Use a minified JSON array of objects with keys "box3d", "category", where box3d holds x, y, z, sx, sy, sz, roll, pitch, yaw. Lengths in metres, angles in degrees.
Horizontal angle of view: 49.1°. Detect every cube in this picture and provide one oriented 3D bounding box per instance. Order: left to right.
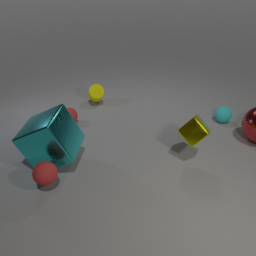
[{"box3d":[-2.445,0.329,8.878,1.400,1.400,1.400,-20,28,21],"category":"cube"},{"box3d":[2.121,0.081,8.920,0.700,0.700,0.700,51,23,6],"category":"cube"}]

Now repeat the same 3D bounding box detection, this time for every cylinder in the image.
[{"box3d":[-1.513,-1.648,13.233,0.700,0.700,0.700,-7,-5,-12],"category":"cylinder"}]

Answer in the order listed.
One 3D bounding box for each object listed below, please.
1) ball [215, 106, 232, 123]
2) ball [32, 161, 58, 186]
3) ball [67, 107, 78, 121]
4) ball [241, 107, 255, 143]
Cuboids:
[{"box3d":[4.026,-0.573,11.794,0.700,0.700,0.700,0,29,0],"category":"ball"},{"box3d":[-2.360,1.291,7.968,0.700,0.700,0.700,0,29,0],"category":"ball"},{"box3d":[-2.443,-0.502,11.643,0.700,0.700,0.700,0,29,0],"category":"ball"},{"box3d":[4.897,-0.106,10.226,1.400,1.400,1.400,0,29,0],"category":"ball"}]
